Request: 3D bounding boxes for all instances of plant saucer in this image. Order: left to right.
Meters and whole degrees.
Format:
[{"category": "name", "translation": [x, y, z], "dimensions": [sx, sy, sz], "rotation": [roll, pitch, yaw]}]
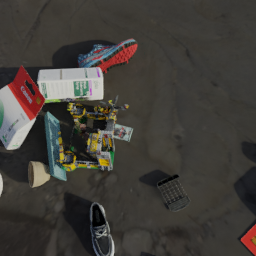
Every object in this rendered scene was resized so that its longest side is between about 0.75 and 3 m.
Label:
[{"category": "plant saucer", "translation": [-2.472, 0.609, 9.419], "dimensions": [0.220, 0.812, 2.324], "rotation": [-18, 63, 8]}]

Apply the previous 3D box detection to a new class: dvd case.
[{"category": "dvd case", "translation": [-0.256, 0.161, 10.038], "dimensions": [0.754, 0.083, 0.551], "rotation": [15, 63, 7]}]

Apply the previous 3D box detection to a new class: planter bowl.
[{"category": "planter bowl", "translation": [-2.838, 1.469, 9.009], "dimensions": [0.554, 0.824, 0.824], "rotation": [0, 58, -31]}]

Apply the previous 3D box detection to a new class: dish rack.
[{"category": "dish rack", "translation": [1.476, 2.079, 8.911], "dimensions": [0.806, 0.287, 1.051], "rotation": [-23, 65, -11]}]

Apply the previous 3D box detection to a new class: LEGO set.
[{"category": "LEGO set", "translation": [-1.257, 0.107, 9.123], "dimensions": [2.124, 1.601, 2.763], "rotation": [12, 64, 7]}]

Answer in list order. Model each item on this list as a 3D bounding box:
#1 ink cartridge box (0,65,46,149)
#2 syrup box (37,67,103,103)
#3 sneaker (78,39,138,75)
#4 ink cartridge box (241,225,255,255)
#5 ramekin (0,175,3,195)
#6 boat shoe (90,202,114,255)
[{"category": "ink cartridge box", "translation": [-3.852, -0.696, 9.447], "dimensions": [0.572, 2.283, 1.837], "rotation": [-6, 51, -53]}, {"category": "syrup box", "translation": [-2.050, -1.577, 10.218], "dimensions": [2.250, 0.886, 0.916], "rotation": [-4, 38, -10]}, {"category": "sneaker", "translation": [-0.856, -3.051, 11.211], "dimensions": [2.613, 1.036, 1.248], "rotation": [-30, 64, -15]}, {"category": "ink cartridge box", "translation": [5.158, 3.166, 8.129], "dimensions": [2.865, 0.718, 2.306], "rotation": [-35, 67, -19]}, {"category": "ramekin", "translation": [-4.907, 1.830, 8.653], "dimensions": [2.064, 0.961, 2.064], "rotation": [0, 62, 0]}, {"category": "boat shoe", "translation": [-0.803, 3.022, 8.243], "dimensions": [0.602, 0.569, 1.678], "rotation": [-10, 63, -5]}]
